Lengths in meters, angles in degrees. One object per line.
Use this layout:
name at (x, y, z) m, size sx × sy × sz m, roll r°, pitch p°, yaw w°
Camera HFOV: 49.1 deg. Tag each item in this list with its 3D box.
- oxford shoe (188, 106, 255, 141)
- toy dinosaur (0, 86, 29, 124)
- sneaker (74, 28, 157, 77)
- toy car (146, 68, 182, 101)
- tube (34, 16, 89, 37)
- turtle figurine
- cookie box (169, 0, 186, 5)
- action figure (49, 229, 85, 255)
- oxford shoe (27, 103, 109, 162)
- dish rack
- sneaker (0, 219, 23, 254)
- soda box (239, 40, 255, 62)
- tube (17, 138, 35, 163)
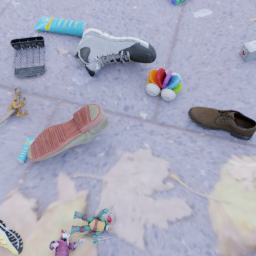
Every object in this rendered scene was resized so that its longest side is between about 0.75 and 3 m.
oxford shoe at (2.857, -0.330, 8.436) m, size 2.056 × 0.868 × 0.747 m, roll 15°, pitch 64°, yaw 10°
toy dinosaur at (-3.655, -0.552, 8.858) m, size 0.909 × 0.517 × 1.711 m, roll 3°, pitch 55°, yaw 26°
sneaker at (-0.583, -2.297, 9.524) m, size 2.881 × 1.081 × 1.664 m, roll 20°, pitch 67°, yaw 22°
toy car at (1.194, -1.537, 9.086) m, size 1.177 × 0.883 × 1.030 m, roll 20°, pitch 62°, yaw 11°
tube at (-2.520, -3.875, 10.666) m, size 2.034 × 0.513 × 0.788 m, roll 12°, pitch 54°, yaw 12°
turtle figurine at (-0.803, 2.452, 7.029) m, size 1.180 × 0.594 × 0.883 m, roll 11°, pitch 66°, yaw -8°
cookie box at (2.102, -5.618, 11.656) m, size 0.942 × 0.354 × 0.806 m, roll -31°, pitch 67°, yaw -15°
action figure at (-1.572, 3.074, 6.803) m, size 0.803 × 0.892 × 1.199 m, roll 21°, pitch 38°, yaw -25°
oxford shoe at (-1.677, 0.326, 8.074) m, size 2.575 × 0.951 × 0.911 m, roll -28°, pitch 55°, yaw 8°
dish rack at (-3.500, -2.497, 9.887) m, size 1.212 × 0.431 × 1.580 m, roll -9°, pitch 62°, yaw -4°
sneaker at (-3.111, 2.784, 6.994) m, size 1.142 × 0.446 × 0.515 m, roll 38°, pitch 92°, yaw 13°
soda box at (4.818, -2.868, 10.044) m, size 1.481 × 0.506 × 0.470 m, roll -16°, pitch 62°, yaw -8°
tube at (-3.006, 0.642, 8.286) m, size 0.312 × 0.203 × 0.806 m, roll 11°, pitch 57°, yaw 7°
